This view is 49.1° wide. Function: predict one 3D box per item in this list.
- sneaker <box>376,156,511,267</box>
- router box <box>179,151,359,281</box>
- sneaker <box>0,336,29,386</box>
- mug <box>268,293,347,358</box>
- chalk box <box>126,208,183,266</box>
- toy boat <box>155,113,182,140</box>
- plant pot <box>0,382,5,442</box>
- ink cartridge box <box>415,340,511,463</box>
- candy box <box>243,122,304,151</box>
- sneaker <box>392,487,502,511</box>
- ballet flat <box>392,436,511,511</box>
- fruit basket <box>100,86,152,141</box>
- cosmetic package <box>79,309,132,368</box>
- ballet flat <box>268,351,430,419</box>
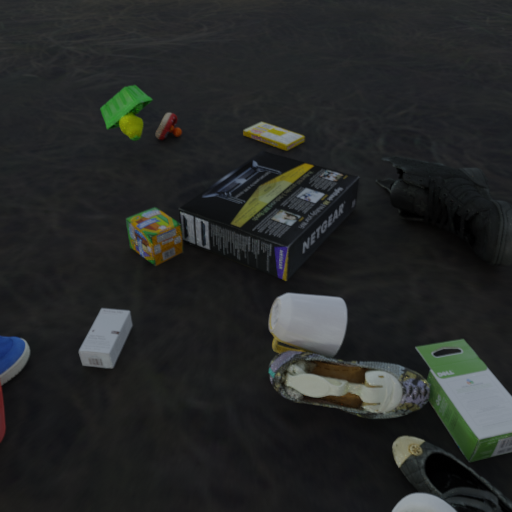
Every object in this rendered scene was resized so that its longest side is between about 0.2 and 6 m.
[{"bbox_3d":[3.357,-0.938,10.339,1.884,1.085,3.612,3,31,4],"label":"sneaker"},{"bbox_3d":[0.315,-0.893,10.463,2.240,0.744,2.849,21,41,26],"label":"router box"},{"bbox_3d":[-4.066,1.258,7.131,2.088,1.162,0.802,-15,39,-20],"label":"sneaker"},{"bbox_3d":[0.608,0.966,7.395,0.853,1.039,0.832,14,10,-13],"label":"mug"},{"bbox_3d":[-1.853,-0.399,9.882,0.642,0.638,1.029,-28,45,-34],"label":"chalk box"},{"bbox_3d":[-2.115,-3.158,13.912,0.564,0.563,0.863,27,34,-14],"label":"toy boat"},{"bbox_3d":[-3.465,1.814,6.501,1.134,1.003,1.134,1,36,0],"label":"plant pot"},{"bbox_3d":[2.645,1.761,7.030,0.782,0.447,1.506,-7,37,-14],"label":"ink cartridge box"},{"bbox_3d":[0.430,-2.960,13.816,1.398,0.185,0.714,27,46,33],"label":"candy box"},{"bbox_3d":[1.653,2.317,4.756,0.767,2.170,1.076,-6,38,31],"label":"sneaker"},{"bbox_3d":[2.265,2.490,5.950,0.610,0.522,1.837,-36,48,-28],"label":"ballet flat"},{"bbox_3d":[-2.859,-3.150,12.732,1.171,1.171,0.844,11,24,14],"label":"fruit basket"},{"bbox_3d":[-2.128,1.162,7.986,0.458,0.333,0.900,4,37,5],"label":"cosmetic package"},{"bbox_3d":[1.146,1.633,6.877,2.047,0.736,0.736,8,36,4],"label":"ballet flat"}]
